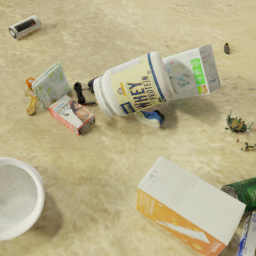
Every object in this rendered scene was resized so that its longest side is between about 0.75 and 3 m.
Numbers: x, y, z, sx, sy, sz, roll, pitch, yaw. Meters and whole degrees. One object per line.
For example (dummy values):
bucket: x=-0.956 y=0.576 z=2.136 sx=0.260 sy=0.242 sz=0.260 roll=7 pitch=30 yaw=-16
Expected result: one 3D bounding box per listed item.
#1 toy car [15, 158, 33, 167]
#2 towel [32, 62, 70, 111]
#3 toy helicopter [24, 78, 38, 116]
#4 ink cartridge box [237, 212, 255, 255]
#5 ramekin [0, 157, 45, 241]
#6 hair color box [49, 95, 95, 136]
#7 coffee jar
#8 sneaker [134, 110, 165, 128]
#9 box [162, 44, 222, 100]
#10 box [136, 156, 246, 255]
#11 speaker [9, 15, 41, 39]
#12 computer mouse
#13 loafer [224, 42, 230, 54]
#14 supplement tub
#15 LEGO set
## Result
toy car: x=-3.937 y=1.636 z=9.662 sx=1.131 sy=0.969 sz=1.292 roll=-3 pitch=52 yaw=-3
towel: x=-3.254 y=-1.751 z=12.025 sx=0.417 sy=1.483 sz=1.732 roll=20 pitch=54 yaw=23
toy helicopter: x=-4.002 y=-1.316 z=12.336 sx=1.183 sy=0.706 sz=1.790 roll=9 pitch=62 yaw=-4
ink cartridge box: x=3.671 y=3.344 z=8.491 sx=0.320 sy=0.680 sz=1.446 roll=21 pitch=54 yaw=16
ramekin: x=-3.716 y=2.073 z=8.600 sx=2.382 sy=1.161 sz=2.382 roll=1 pitch=86 yaw=-9
hair color box: x=-2.324 y=-0.554 z=11.661 sx=1.761 sy=0.563 sz=0.977 roll=34 pitch=58 yaw=22
coffee jar: x=4.332 y=2.069 z=9.158 sx=2.294 sy=1.196 sz=0.979 roll=-13 pitch=77 yaw=-10
sneaker: x=0.932 y=-0.511 z=11.665 sx=1.266 sy=0.486 sz=0.704 roll=25 pitch=51 yaw=29
box: x=2.538 y=-2.240 z=11.491 sx=0.989 sy=1.805 sz=2.045 roll=-27 pitch=16 yaw=-37
box: x=1.760 y=2.427 z=8.536 sx=2.807 sy=1.746 sz=1.368 roll=29 pitch=57 yaw=21
speaker: x=-5.717 y=-5.643 z=15.613 sx=0.691 sy=0.691 sz=1.702 roll=36 pitch=59 yaw=25
computer mouse: x=-1.301 y=-1.802 z=12.670 sx=2.280 sy=0.525 sz=1.601 roll=-9 pitch=51 yaw=-7
loafer: x=5.193 y=-4.192 z=14.711 sx=0.291 sy=0.289 sz=0.799 roll=2 pitch=52 yaw=1
supplement tub: x=0.232 y=-1.641 z=11.112 sx=2.735 sy=1.983 sz=1.983 roll=-19 pitch=50 yaw=15
LEGO set: x=4.447 y=0.136 z=11.275 sx=1.168 sy=0.510 sz=1.799 roll=3 pitch=65 yaw=5
